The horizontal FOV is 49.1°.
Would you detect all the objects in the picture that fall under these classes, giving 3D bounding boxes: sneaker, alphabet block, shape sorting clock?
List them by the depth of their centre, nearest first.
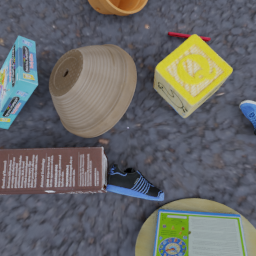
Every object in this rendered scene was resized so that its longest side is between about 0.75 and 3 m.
[{"bbox_3d":[1.642,2.873,6.487,2.956,0.580,2.956,-5,33,3],"label":"shape sorting clock"},{"bbox_3d":[0.272,1.425,7.189,1.797,0.630,0.700,21,74,-34],"label":"sneaker"},{"bbox_3d":[1.701,-1.358,7.765,1.476,1.503,1.468,-43,79,-5],"label":"alphabet block"},{"bbox_3d":[3.625,-0.181,7.788,1.298,0.498,0.722,40,49,-2],"label":"sneaker"}]

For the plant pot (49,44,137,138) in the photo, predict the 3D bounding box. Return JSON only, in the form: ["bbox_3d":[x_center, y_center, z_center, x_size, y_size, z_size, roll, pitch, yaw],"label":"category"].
[{"bbox_3d":[-1.169,-1.145,7.244,2.629,1.213,2.629,-17,62,36],"label":"plant pot"}]

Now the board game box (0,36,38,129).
[{"bbox_3d":[-3.037,-1.154,7.384,0.470,2.001,1.511,13,49,-38],"label":"board game box"}]

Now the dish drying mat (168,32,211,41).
[{"bbox_3d":[1.898,-2.861,8.783,1.291,0.496,0.117,9,109,2],"label":"dish drying mat"}]

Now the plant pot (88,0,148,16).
[{"bbox_3d":[-0.439,-4.278,8.479,1.860,1.302,1.860,-4,97,-34],"label":"plant pot"}]

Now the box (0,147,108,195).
[{"bbox_3d":[-2.042,1.140,7.169,2.980,1.492,1.117,0,75,0],"label":"box"}]
